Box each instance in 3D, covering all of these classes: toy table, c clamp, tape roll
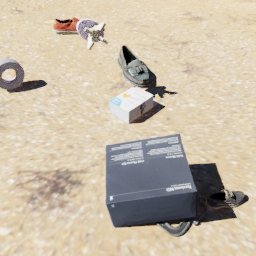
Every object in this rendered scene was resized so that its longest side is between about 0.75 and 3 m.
[{"bbox_3d":[-1.163,-3.225,9.560,1.103,1.014,0.646,4,34,-40],"label":"toy table"},{"bbox_3d":[1.162,2.170,7.183,1.335,0.181,1.141,27,53,26],"label":"c clamp"},{"bbox_3d":[-4.875,-2.191,11.401,1.228,1.228,0.406,-26,49,-27],"label":"tape roll"}]

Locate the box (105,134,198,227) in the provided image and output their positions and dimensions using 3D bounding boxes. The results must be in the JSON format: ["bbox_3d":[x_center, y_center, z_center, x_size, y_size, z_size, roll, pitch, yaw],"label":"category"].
[{"bbox_3d":[0.524,1.312,7.223,2.113,1.100,1.924,-9,40,4],"label":"box"}]

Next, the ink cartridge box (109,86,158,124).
[{"bbox_3d":[0.256,-0.974,10.485,0.992,0.584,1.723,31,50,31],"label":"ink cartridge box"}]

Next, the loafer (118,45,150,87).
[{"bbox_3d":[0.173,-2.787,12.385,0.966,0.846,2.689,-16,43,-17],"label":"loafer"}]

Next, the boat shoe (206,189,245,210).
[{"bbox_3d":[2.595,1.843,7.348,1.100,0.403,0.410,-12,42,-13],"label":"boat shoe"}]

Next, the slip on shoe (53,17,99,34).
[{"bbox_3d":[-2.977,-5.925,16.076,2.646,0.810,0.980,-5,39,-8],"label":"slip on shoe"}]
